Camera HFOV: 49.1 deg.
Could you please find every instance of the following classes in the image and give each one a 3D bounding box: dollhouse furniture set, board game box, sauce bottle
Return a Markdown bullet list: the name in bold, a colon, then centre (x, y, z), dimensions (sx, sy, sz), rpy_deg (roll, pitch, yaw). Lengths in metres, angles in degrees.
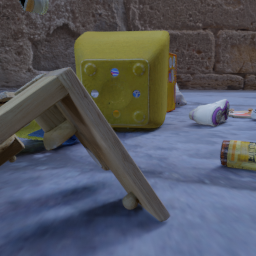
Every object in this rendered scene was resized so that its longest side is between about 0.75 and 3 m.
- **dollhouse furniture set**: centre (-0.993, 0.578, 2.535), dimensions (1.739, 1.417, 1.654), rpy_deg (-40, 22, -15)
- **board game box**: centre (0.465, -1.733, 10.745), dimensions (2.235, 2.236, 2.234), rpy_deg (4, 10, 26)
- **sauce bottle**: centre (1.796, 0.375, 3.578), dimensions (1.160, 0.383, 0.383), rpy_deg (3, 10, 25)

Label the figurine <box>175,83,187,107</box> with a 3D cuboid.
- **figurine**: centre (1.478, -1.520, 13.748), dimensions (2.717, 1.170, 2.652), rpy_deg (1, 17, 3)

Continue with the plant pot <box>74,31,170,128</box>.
- **plant pot**: centre (-0.185, -1.148, 7.121), dimensions (2.481, 2.465, 2.538), rpy_deg (1, 20, 6)

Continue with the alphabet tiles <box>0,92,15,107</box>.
- **alphabet tiles**: centre (-2.285, 0.032, 3.494), dimensions (2.374, 0.090, 1.985), rpy_deg (-22, 3, 5)

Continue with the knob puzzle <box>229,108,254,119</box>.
- **knob puzzle**: centre (4.189, -0.523, 9.545), dimensions (1.810, 0.251, 1.810), rpy_deg (0, 9, 0)

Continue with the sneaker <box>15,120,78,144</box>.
- **sneaker**: centre (-1.448, -0.073, 5.641), dimensions (1.231, 0.888, 2.344), rpy_deg (18, 8, -3)

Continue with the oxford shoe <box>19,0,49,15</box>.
- **oxford shoe**: centre (-2.224, -3.027, 5.797), dimensions (0.501, 1.734, 0.652), rpy_deg (-17, -25, -40)

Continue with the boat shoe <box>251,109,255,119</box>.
- **boat shoe**: centre (4.323, -0.489, 7.766), dimensions (0.801, 0.741, 2.169), rpy_deg (-2, 9, -13)

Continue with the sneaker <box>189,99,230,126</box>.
- **sneaker**: centre (2.335, -0.482, 7.955), dimensions (0.898, 0.675, 1.803), rpy_deg (6, 11, 33)
